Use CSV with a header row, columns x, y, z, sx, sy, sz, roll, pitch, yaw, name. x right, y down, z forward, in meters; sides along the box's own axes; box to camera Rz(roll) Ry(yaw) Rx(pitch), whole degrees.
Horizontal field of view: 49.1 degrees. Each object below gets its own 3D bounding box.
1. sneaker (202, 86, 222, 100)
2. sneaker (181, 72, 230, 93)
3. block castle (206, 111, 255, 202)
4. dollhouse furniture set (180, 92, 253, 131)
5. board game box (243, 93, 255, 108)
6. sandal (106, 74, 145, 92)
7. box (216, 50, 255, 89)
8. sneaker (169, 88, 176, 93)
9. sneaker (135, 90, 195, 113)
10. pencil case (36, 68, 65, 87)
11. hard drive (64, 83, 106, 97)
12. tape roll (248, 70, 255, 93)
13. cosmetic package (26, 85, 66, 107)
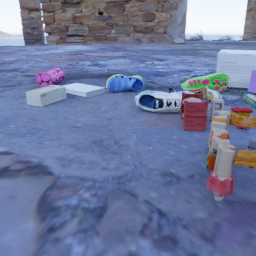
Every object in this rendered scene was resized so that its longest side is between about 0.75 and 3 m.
x,y,z,sx,sy,sz,roll,pitch,yaw,name
3.298,-1.309,11.038,0.515,0.444,1.174,10,24,-10,sneaker
3.374,-2.032,12.217,2.349,0.902,0.984,-5,24,-17,sneaker
2.168,0.520,5.010,1.455,1.022,2.178,9,23,15,block castle
2.560,-0.477,7.950,2.087,0.849,1.123,1,20,4,dollhouse furniture set
5.413,-0.996,10.255,1.900,0.277,1.279,1,20,2,board game box
-0.026,-1.927,12.213,1.910,0.759,0.831,-12,27,-26,sandal
5.579,-2.895,13.536,2.419,1.589,2.432,8,21,20,box
1.723,-1.019,9.674,1.660,0.701,0.622,-1,20,-3,sneaker
1.259,-0.807,9.063,2.153,0.774,0.780,4,23,18,sneaker
-3.656,-2.439,13.485,0.880,0.852,1.878,-28,15,15,pencil case
-2.014,-1.659,12.138,1.823,0.239,1.202,14,24,36,hard drive
6.010,-1.623,10.503,2.693,0.883,2.693,5,12,-1,tape roll
-3.059,-1.236,10.568,0.744,0.502,1.414,9,22,24,cosmetic package
